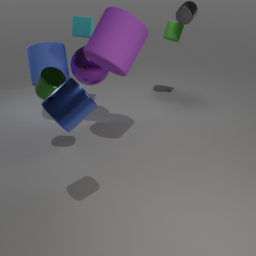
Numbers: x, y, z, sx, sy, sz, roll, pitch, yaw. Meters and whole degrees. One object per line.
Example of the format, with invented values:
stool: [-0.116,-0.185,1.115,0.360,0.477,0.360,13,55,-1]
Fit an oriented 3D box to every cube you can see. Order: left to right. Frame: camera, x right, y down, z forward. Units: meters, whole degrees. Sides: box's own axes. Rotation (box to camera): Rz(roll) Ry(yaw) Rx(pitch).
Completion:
cube: [-1.676,-3.758,10.456,0.700,0.700,0.700,6,16,-2]

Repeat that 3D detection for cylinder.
cylinder: [-2.970,-2.351,10.482,1.400,1.400,1.400,-8,6,1]
cylinder: [-2.153,-1.214,7.780,0.700,0.700,0.700,16,55,-24]
cylinder: [-1.021,-0.402,4.921,0.700,0.700,0.700,-43,40,-5]
cylinder: [-0.340,-2.418,7.974,1.400,1.400,1.400,28,-1,1]
cylinder: [1.950,-4.128,12.004,0.700,0.700,0.700,16,13,-4]
cylinder: [2.342,-4.595,11.178,0.700,0.700,0.700,15,47,25]

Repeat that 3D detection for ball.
ball: [-1.347,-2.236,10.038,1.400,1.400,1.400,0,29,0]
